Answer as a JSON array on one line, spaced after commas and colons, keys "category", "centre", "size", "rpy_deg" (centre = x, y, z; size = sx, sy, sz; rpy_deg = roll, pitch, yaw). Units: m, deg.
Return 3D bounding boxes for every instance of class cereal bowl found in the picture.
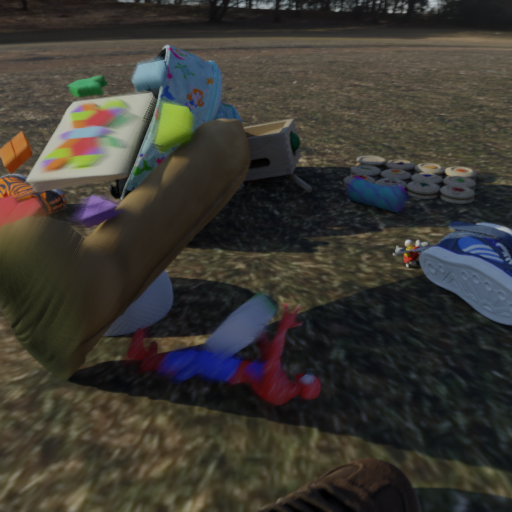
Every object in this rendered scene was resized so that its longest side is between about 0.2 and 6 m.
[{"category": "cereal bowl", "centre": [-2.249, 0.436, 8.772], "size": [1.855, 0.772, 1.855], "rpy_deg": [-1, 27, 0]}]

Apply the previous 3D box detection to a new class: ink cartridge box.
[{"category": "ink cartridge box", "centre": [-0.189, 0.930, 7.444], "size": [0.376, 0.651, 0.891], "rpy_deg": [50, 26, -1]}]

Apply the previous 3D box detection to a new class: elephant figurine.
[{"category": "elephant figurine", "centre": [-1.267, -0.973, 11.227], "size": [1.305, 1.191, 1.683], "rpy_deg": [29, 43, 21]}]

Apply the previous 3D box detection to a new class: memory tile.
[{"category": "memory tile", "centre": [3.899, -1.979, 14.101], "size": [3.108, 0.261, 2.382], "rpy_deg": [10, 28, 20]}]

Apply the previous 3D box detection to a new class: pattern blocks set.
[{"category": "pattern blocks set", "centre": [-2.296, -1.609, 7.773], "size": [2.899, 0.267, 3.298], "rpy_deg": [-13, 48, 7]}]

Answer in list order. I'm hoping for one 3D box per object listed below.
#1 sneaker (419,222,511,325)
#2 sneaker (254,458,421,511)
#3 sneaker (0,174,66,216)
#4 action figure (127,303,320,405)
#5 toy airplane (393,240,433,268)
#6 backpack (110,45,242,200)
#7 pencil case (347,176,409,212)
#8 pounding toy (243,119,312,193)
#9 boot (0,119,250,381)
[{"category": "sneaker", "centre": [3.966, 0.103, 8.990], "size": [1.694, 0.932, 2.314], "rpy_deg": [-25, 28, -16]}, {"category": "sneaker", "centre": [0.296, 2.453, 4.163], "size": [1.221, 1.309, 3.466], "rpy_deg": [21, 34, 35]}, {"category": "sneaker", "centre": [-5.201, -1.234, 12.093], "size": [1.930, 0.749, 1.081], "rpy_deg": [9, 27, 17]}, {"category": "action figure", "centre": [-0.281, 1.124, 7.039], "size": [2.409, 0.786, 1.192], "rpy_deg": [12, 67, 20]}, {"category": "toy airplane", "centre": [2.775, -0.114, 9.923], "size": [0.606, 0.603, 0.428], "rpy_deg": [20, 43, -49]}, {"category": "backpack", "centre": [-1.734, -2.793, 12.369], "size": [2.482, 3.297, 2.927], "rpy_deg": [10, 23, -16]}, {"category": "pencil case", "centre": [2.690, -1.383, 12.498], "size": [1.305, 0.603, 0.555], "rpy_deg": [19, 9, 38]}, {"category": "pounding toy", "centre": [0.388, -2.441, 14.065], "size": [2.051, 1.458, 1.888], "rpy_deg": [-6, 24, 16]}, {"category": "boot", "centre": [-1.412, -0.565, 7.022], "size": [1.300, 3.444, 3.932], "rpy_deg": [40, 60, 0]}]
